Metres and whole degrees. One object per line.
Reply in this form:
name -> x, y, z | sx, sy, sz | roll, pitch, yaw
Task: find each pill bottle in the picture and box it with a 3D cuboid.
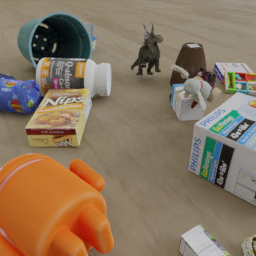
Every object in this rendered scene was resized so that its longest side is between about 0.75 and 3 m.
pill bottle -> -2.011, -1.891, 10.724 | 2.618, 1.523, 1.523 | 2, 33, 3

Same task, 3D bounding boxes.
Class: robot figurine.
robot figurine -> -1.584, 1.538, 5.380 | 2.858, 2.056, 1.667 | 26, -3, 36

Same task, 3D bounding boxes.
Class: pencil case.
pencil case -> -4.589, -1.302, 10.089 | 2.972, 1.160, 1.291 | 8, 63, 12

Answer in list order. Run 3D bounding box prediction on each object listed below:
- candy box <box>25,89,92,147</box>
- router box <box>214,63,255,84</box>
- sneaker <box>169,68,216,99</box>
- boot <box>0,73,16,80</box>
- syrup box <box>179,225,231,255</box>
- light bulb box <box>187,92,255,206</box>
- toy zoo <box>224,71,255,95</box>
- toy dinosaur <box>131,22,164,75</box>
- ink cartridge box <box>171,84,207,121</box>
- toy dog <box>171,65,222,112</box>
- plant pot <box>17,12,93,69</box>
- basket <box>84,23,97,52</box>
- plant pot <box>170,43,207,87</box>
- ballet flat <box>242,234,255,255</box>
candy box -> -2.144, -0.427, 9.183 | 1.511, 0.724, 2.618 | 0, 34, 2
router box -> 4.777, -2.488, 12.639 | 1.427, 0.388, 1.590 | 2, 33, 3
sneaker -> 2.517, -1.718, 10.754 | 2.026, 1.170, 0.767 | -14, 36, -20
boot -> -5.422, -1.988, 11.678 | 0.981, 0.790, 2.171 | -21, 46, -40
syrup box -> 1.520, 2.438, 5.036 | 0.518, 0.501, 1.272 | -19, 38, -27
light bulb box -> 3.220, 0.475, 7.085 | 2.442, 1.524, 2.421 | 27, 42, 34
toy zoo -> 4.838, -1.840, 11.491 | 1.673, 0.171, 1.098 | 6, 55, 6
toy dinosaur -> 0.874, -3.086, 11.925 | 1.140, 1.515, 2.962 | 11, -7, -6
ink cartridge box -> 2.095, -0.924, 9.824 | 0.865, 0.861, 1.179 | -4, 33, -6
toy dog -> 1.979, -1.006, 8.428 | 2.030, 0.978, 1.339 | 11, 28, -44
plant pot -> -3.530, -3.769, 12.701 | 2.850, 2.850, 2.791 | -22, 32, -30
basket -> -2.406, -5.012, 15.459 | 1.053, 1.514, 1.335 | -27, 42, -36
plant pot -> 2.598, -2.603, 11.638 | 1.580, 1.690, 1.580 | 0, 33, 0
ballet flat -> 2.508, 2.543, 4.906 | 0.567, 0.479, 1.500 | -8, 35, -13
